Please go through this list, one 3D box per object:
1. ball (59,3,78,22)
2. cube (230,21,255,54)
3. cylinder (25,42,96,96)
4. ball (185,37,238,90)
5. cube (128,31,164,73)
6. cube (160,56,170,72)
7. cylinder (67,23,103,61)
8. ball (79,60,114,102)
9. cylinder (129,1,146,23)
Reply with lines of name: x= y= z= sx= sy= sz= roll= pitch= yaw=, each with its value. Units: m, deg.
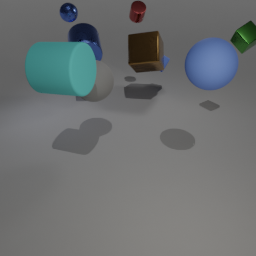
ball: x=-2.279 y=-4.439 z=10.773 sx=0.700 sy=0.700 sz=0.700 roll=0 pitch=31 yaw=0
cube: x=4.289 y=-3.283 z=10.153 sx=0.700 sy=0.700 sz=0.700 roll=-34 pitch=78 yaw=-6
cylinder: x=-1.780 y=-1.604 z=7.600 sx=1.400 sy=1.400 sz=1.400 roll=7 pitch=31 yaw=20
ball: x=2.257 y=-1.731 z=7.628 sx=1.400 sy=1.400 sz=1.400 roll=0 pitch=31 yaw=0
cube: x=0.853 y=-3.458 z=12.905 sx=1.400 sy=1.400 sz=1.400 roll=-2 pitch=-5 yaw=16
cube: x=1.597 y=-3.280 z=13.986 sx=0.700 sy=0.700 sz=0.700 roll=31 pitch=8 yaw=-1
cylinder: x=-1.875 y=-3.552 z=12.117 sx=1.400 sy=1.400 sz=1.400 roll=-6 pitch=52 yaw=-9
ball: x=-1.174 y=-1.585 z=9.477 sx=1.400 sy=1.400 sz=1.400 roll=0 pitch=31 yaw=0
cylinder: x=0.439 y=-5.327 z=12.858 sx=0.700 sy=0.700 sz=0.700 roll=2 pitch=74 yaw=-7
